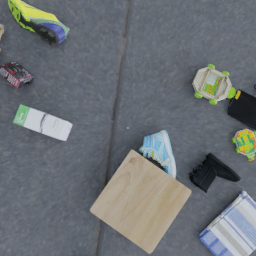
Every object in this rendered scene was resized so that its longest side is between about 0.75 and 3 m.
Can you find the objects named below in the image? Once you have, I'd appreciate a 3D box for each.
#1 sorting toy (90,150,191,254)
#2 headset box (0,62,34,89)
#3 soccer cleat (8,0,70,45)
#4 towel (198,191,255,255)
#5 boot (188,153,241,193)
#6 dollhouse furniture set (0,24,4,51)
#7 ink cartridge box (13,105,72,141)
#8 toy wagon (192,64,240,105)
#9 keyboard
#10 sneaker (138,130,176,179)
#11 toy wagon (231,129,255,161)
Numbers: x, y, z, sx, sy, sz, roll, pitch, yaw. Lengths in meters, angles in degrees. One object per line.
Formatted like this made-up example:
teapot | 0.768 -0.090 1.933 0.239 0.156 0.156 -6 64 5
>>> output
sorting toy | 0.444 2.559 10.099 2.571 0.900 2.587 35 86 3
headset box | -4.154 -1.960 10.543 1.086 0.807 0.407 41 121 4
soccer cleat | -3.467 -4.230 10.903 2.672 0.864 1.118 37 57 7
towel | 4.023 3.776 10.307 2.476 0.295 1.818 -44 88 -2
boot | 3.150 1.824 10.336 1.566 0.580 1.283 39 84 11
dollhouse furniture set | -6.274 -3.085 10.596 2.586 1.718 2.266 19 84 -20
ink cartridge box | -3.031 -0.163 10.179 1.720 1.255 0.723 20 85 2
toy wagon | 3.381 -1.565 10.701 1.778 0.352 1.380 26 78 2
keyboard | 5.328 -0.669 10.643 2.767 0.285 1.758 30 93 5
sneaker | 1.048 1.080 10.347 1.201 0.732 1.840 -12 75 -3
toy wagon | 4.525 0.658 10.612 0.937 0.239 1.208 -19 85 -1
